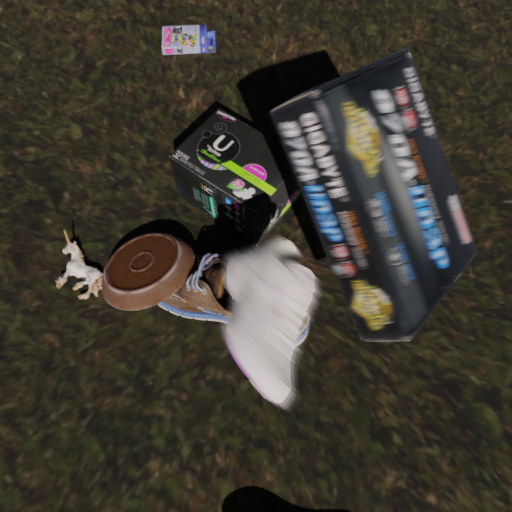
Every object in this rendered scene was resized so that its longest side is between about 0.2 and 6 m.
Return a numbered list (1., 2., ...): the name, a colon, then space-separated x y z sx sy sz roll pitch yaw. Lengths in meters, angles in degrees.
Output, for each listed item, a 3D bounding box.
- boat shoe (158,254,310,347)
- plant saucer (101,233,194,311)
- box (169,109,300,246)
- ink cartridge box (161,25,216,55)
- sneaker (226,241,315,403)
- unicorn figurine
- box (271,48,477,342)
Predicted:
1. boat shoe: -0.634 0.519 10.091 3.453 1.250 1.247 18 63 9
2. plant saucer: -2.055 0.186 10.282 1.833 0.316 1.833 -12 45 12
3. box: -0.366 -1.564 11.186 2.146 1.334 1.594 33 66 17
4. ink cartridge box: -1.669 -5.361 13.872 1.312 0.275 0.783 -2 62 -3
5. sneaker: 0.223 0.696 7.120 1.155 0.868 2.318 -26 46 19
6. unicorn figurine: -3.414 0.275 10.728 1.306 0.482 0.897 32 56 0
7. box: 1.904 -0.952 8.217 2.814 0.814 3.541 -36 108 -43
